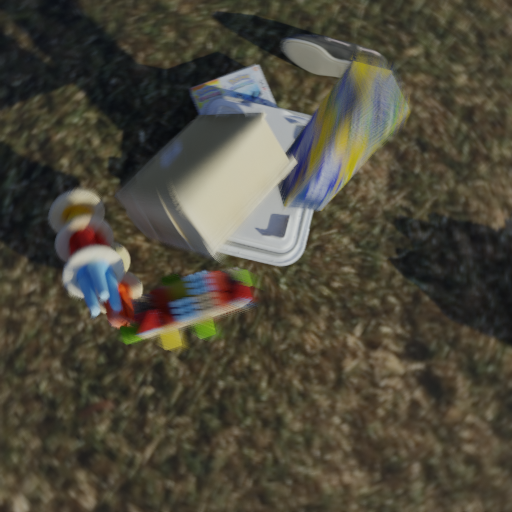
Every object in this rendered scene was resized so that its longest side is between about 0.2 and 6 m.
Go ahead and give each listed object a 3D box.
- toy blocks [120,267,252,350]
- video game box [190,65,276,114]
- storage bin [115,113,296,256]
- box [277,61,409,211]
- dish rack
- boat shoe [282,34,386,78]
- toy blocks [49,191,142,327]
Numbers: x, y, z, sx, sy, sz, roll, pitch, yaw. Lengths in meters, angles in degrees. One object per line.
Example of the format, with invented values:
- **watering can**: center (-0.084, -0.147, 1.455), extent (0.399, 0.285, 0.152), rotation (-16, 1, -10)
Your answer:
- **toy blocks**: center (-0.971, 0.676, 8.309), extent (2.218, 1.516, 1.108), rotation (-17, 83, -13)
- **video game box**: center (-0.397, -3.010, 11.375), extent (1.502, 0.352, 1.368), rotation (-22, 77, -5)
- **storage bin**: center (-0.898, -1.240, 9.006), extent (2.108, 0.995, 2.123), rotation (14, 57, 49)
- **box**: center (1.265, -1.825, 9.099), extent (0.822, 2.557, 0.896), rotation (3, 57, -28)
- **dish rack**: center (-0.098, -1.534, 10.684), extent (2.644, 0.671, 3.081), rotation (13, 82, 2)
- **boat shoe**: center (1.619, -4.106, 11.521), extent (2.184, 0.730, 0.622), rotation (20, 64, 0)
- **toy blocks**: center (-2.429, 0.406, 9.018), extent (0.923, 2.119, 2.542), rotation (-26, 42, -8)
